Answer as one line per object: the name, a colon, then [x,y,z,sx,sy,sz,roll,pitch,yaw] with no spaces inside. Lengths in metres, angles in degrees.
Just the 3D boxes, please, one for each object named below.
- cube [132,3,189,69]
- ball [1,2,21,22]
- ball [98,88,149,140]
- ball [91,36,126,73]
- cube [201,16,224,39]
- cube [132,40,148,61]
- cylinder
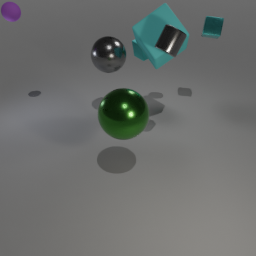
cube: [1.159,-3.186,9.935,1.400,1.400,1.400,-35,-6,5]
ball: [-4.386,-4.359,10.507,0.700,0.700,0.700,0,32,0]
ball: [-0.121,-0.376,7.601,1.400,1.400,1.400,0,32,0]
ball: [-0.760,-2.866,10.986,1.400,1.400,1.400,0,32,0]
cube: [3.423,-4.075,11.374,0.700,0.700,0.700,11,11,7]
cube: [0.672,-3.296,11.518,0.700,0.700,0.700,-29,44,-19]
cylinder: [1.232,-2.518,8.116,0.700,0.700,0.700,26,14,-7]
